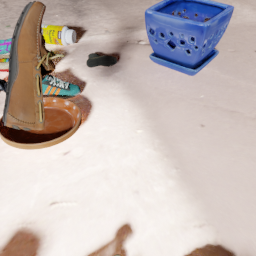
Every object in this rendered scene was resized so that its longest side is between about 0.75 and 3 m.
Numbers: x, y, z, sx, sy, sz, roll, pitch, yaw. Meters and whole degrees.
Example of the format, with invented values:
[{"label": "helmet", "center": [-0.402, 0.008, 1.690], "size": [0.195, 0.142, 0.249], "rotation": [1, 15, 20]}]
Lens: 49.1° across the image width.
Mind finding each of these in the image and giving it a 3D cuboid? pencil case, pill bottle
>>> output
[{"label": "pencil case", "center": [-5.861, -3.895, 13.286], "size": [1.682, 0.777, 0.716], "rotation": [-18, 88, -17]}, {"label": "pill bottle", "center": [-3.493, -4.615, 13.954], "size": [1.711, 0.934, 0.934], "rotation": [9, 43, 10]}]

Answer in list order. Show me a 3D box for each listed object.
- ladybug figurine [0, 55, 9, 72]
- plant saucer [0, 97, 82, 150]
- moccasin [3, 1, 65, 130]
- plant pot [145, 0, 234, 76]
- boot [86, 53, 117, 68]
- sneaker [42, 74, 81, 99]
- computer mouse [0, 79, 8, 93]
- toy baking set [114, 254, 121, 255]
[{"label": "ladybug figurine", "center": [-5.354, -2.785, 12.218], "size": [1.455, 0.523, 0.988], "rotation": [4, 42, 4]}, {"label": "plant saucer", "center": [-2.858, -0.169, 9.264], "size": [2.667, 0.430, 2.667], "rotation": [-1, 38, 1]}, {"label": "moccasin", "center": [-2.016, -1.354, 6.108], "size": [1.087, 1.030, 2.815], "rotation": [6, 78, -24]}, {"label": "plant pot", "center": [2.512, -3.939, 12.034], "size": [2.773, 2.493, 2.773], "rotation": [26, 49, 26]}, {"label": "boot", "center": [-1.206, -3.196, 12.730], "size": [1.358, 0.526, 0.940], "rotation": [-3, 37, -4]}, {"label": "sneaker", "center": [-2.837, -1.613, 10.697], "size": [2.015, 0.805, 0.719], "rotation": [2, 42, 2]}, {"label": "computer mouse", "center": [-4.140, -2.221, 11.582], "size": [1.535, 0.614, 2.799], "rotation": [22, 52, 29]}, {"label": "toy baking set", "center": [-0.580, 3.844, 4.985], "size": [2.153, 0.326, 2.806], "rotation": [-4, 48, -12]}]
